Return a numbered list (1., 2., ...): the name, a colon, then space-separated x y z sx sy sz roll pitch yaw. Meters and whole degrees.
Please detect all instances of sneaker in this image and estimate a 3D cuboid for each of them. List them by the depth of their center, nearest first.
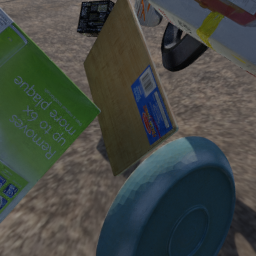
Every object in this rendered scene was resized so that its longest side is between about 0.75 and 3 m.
1. sneaker: 0.727 -3.635 7.462 1.035 1.049 2.680 7 54 -14

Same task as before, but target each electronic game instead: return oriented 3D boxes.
1. electronic game: 1.544 -2.460 5.751 0.593 2.848 2.848 25 40 -15

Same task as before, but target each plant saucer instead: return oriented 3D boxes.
1. plant saucer: 0.540 1.018 2.815 1.889 1.889 0.259 -29 31 -28

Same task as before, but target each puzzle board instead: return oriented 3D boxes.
1. puzzle board: -0.090 -0.654 4.662 0.214 1.855 2.462 -3 65 -33

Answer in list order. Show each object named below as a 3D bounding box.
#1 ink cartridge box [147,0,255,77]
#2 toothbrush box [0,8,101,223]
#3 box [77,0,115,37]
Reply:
1. ink cartridge box: 1.314 -1.319 3.463 1.907 0.795 1.384 36 19 8
2. toothbrush box: -1.787 0.058 3.239 2.357 1.716 1.014 -49 21 -15
3. box: -0.834 -2.986 7.694 1.049 0.859 0.452 14 6 35
